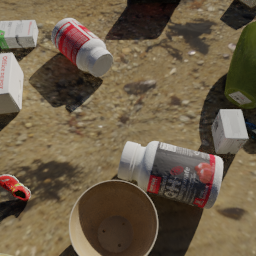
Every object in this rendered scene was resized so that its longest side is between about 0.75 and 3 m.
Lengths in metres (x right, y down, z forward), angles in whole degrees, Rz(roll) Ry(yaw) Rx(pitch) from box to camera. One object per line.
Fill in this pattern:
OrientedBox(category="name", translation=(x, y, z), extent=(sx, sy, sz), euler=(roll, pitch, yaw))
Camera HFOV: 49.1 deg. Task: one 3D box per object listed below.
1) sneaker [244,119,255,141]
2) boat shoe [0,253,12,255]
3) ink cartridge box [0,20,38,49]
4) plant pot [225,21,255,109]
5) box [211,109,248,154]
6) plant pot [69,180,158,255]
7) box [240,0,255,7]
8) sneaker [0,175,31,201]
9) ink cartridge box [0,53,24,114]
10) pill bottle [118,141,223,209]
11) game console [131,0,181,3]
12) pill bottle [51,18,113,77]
OrientedBox(category="sneaker", translation=(4.557, 0.073, 10.173), extent=(0.448, 0.401, 1.095), euler=(-35, 65, -19))
OrientedBox(category="boat shoe", translation=(-3.228, 3.749, 7.327), extent=(2.649, 0.833, 0.966), euler=(13, 33, 1))
OrientedBox(category="ink cartridge box", translation=(-4.945, -4.222, 12.619), extent=(1.576, 0.662, 1.150), euler=(-3, 59, -2))
OrientedBox(category="plant pot", translation=(4.873, -2.142, 10.578), extent=(2.514, 2.514, 2.687), euler=(30, 79, 17))
OrientedBox(category="box", translation=(3.476, 0.141, 9.685), extent=(0.764, 1.163, 1.169), euler=(0, 59, 0))
OrientedBox(category="plant pot", translation=(-0.377, 2.816, 7.840), extent=(2.294, 1.540, 2.294), euler=(0, 58, 0))
OrientedBox(category="box", translation=(6.375, -7.043, 13.963), extent=(1.295, 1.289, 1.110), euler=(-32, 64, -18))
OrientedBox(category="sneaker", translation=(-3.554, 1.869, 8.744), extent=(1.174, 0.498, 0.452), euler=(35, 89, -12))
OrientedBox(category="ink cartridge box", translation=(-5.700, -1.611, 10.698), extent=(2.940, 1.240, 2.147), euler=(-8, 59, -5))
OrientedBox(category="pill bottle", translation=(1.255, 1.335, 8.686), extent=(2.954, 1.635, 1.635), euler=(13, 60, 8))
OrientedBox(category="game console", translation=(1.415, -7.103, 13.867), extent=(2.574, 1.528, 2.218), euler=(-1, 59, -1))
OrientedBox(category="pill bottle", translation=(-1.862, -3.293, 11.598), extent=(1.460, 1.460, 2.601), euler=(-38, 66, -20))
